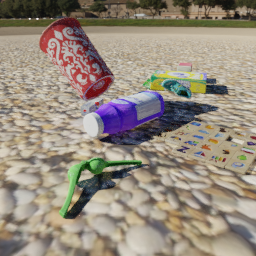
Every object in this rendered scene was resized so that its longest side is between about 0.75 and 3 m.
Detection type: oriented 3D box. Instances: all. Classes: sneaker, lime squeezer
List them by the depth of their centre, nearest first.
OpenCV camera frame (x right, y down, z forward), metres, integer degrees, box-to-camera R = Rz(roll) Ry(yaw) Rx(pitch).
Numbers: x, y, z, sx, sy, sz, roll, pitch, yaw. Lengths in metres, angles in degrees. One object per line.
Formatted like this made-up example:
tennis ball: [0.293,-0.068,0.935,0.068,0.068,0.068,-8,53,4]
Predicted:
lime squeezer: [-0.720,0.969,6.088,0.868,0.464,2.459,17,27,35]
sneaker: [1.156,-0.920,6.569,0.758,0.294,0.302,21,33,-3]

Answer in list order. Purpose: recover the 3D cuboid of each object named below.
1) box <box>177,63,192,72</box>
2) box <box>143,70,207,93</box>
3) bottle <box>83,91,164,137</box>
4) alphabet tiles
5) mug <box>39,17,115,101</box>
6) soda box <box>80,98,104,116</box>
box: [3.003,-2.949,14.880,0.717,0.841,1.316,6,23,14]
box: [2.273,-2.294,13.542,2.942,0.711,1.726,4,23,14]
bottle: [-0.086,-0.469,8.827,1.202,0.939,2.877,15,26,42]
alphabet tiles: [2.210,0.353,7.998,2.812,0.106,2.351,15,28,33]
mug: [-1.601,-2.379,10.137,2.548,1.700,2.262,53,24,12]
soda box: [-1.303,-0.796,10.371,0.394,0.366,1.154,9,24,20]
